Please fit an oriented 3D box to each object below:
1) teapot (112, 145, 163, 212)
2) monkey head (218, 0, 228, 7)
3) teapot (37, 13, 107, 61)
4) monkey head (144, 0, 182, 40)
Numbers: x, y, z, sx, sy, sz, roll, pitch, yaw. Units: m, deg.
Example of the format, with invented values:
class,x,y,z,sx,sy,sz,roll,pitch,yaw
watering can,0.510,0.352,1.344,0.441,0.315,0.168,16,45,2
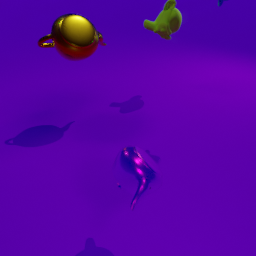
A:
class,x,y,z,sx,sy,sz,roll,pitch,yaw
teapot,0.095,0.664,3.930,0.600,0.762,1.226,-44,21,10
monkey head,2.060,-3.085,5.747,0.689,1.144,0.823,-11,67,14
teapot,-1.333,-2.255,7.213,1.950,1.212,0.955,-12,-10,-28
monkey head,1.112,-3.353,8.764,1.091,0.914,1.516,22,-6,9
